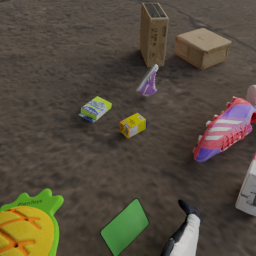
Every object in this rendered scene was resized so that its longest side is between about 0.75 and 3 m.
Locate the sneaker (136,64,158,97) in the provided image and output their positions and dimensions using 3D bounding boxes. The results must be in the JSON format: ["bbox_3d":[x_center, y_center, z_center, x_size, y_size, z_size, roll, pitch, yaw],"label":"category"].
[{"bbox_3d":[0.853,-1.639,9.916,0.659,1.156,0.419,31,19,-12],"label":"sneaker"}]

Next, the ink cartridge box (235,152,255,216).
[{"bbox_3d":[3.043,1.272,6.590,0.563,1.328,0.967,22,48,22],"label":"ink cartridge box"}]

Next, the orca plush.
[{"bbox_3d":[0.773,2.533,5.615,0.877,1.298,2.467,-13,38,34],"label":"orca plush"}]

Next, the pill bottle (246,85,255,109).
[{"bbox_3d":[5.031,-1.048,9.256,1.917,1.074,1.074,-1,43,-1],"label":"pill bottle"}]

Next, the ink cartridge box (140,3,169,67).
[{"bbox_3d":[1.016,-3.821,11.492,0.771,2.053,1.691,-6,45,-6],"label":"ink cartridge box"}]

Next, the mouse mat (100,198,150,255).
[{"bbox_3d":[-0.039,2.118,5.965,1.096,0.882,0.041,-37,30,-26],"label":"mouse mat"}]

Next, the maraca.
[{"bbox_3d":[-2.220,2.231,5.581,1.846,1.441,2.693,-9,30,6],"label":"maraca"}]

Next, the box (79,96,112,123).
[{"bbox_3d":[-1.071,-0.626,9.216,0.628,0.245,1.030,27,41,15],"label":"box"}]

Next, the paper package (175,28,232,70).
[{"bbox_3d":[3.151,-3.420,11.905,1.648,0.894,1.729,-24,47,-23],"label":"paper package"}]

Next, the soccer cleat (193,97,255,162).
[{"bbox_3d":[2.952,0.088,8.188,1.130,0.986,2.956,34,51,21],"label":"soccer cleat"}]

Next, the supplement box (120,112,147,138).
[{"bbox_3d":[0.171,-0.088,8.707,0.764,0.416,0.418,-28,50,-27],"label":"supplement box"}]
